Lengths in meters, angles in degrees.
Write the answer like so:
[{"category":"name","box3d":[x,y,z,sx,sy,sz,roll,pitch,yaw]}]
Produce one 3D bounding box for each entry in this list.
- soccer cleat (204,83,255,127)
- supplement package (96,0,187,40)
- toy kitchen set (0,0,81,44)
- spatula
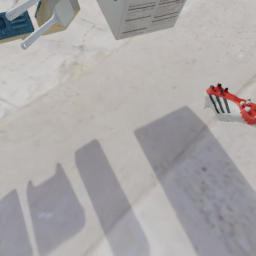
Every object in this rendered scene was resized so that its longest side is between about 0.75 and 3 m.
[{"category":"soccer cleat","box3d":[1.482,-0.225,3.902,0.373,0.463,1.088,-17,41,-30]},{"category":"supplement package","box3d":[0.353,-3.758,6.655,1.842,2.445,1.855,-20,74,-18]},{"category":"toy kitchen set","box3d":[-2.818,-3.081,6.090,2.710,2.171,1.596,-24,11,-23]},{"category":"spatula","box3d":[-1.225,-1.723,3.788,0.115,0.998,1.435,-4,40,23]}]
